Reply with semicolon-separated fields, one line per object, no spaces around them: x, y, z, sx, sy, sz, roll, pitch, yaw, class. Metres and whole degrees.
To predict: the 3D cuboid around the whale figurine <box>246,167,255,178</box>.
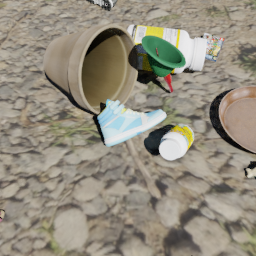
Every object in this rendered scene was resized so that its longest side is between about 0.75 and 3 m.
3.993;1.347;8.468;0.770;0.399;0.613;-12;57;20;whale figurine

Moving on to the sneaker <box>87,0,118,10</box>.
-1.375;-6.589;13.931;2.110;0.701;0.955;35;58;18;sneaker

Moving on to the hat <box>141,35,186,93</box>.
0.936;-1.901;9.365;1.836;1.616;1.521;33;42;0;hat

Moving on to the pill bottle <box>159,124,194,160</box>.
1.448;0.432;8.428;0.811;0.811;1.439;26;25;17;pill bottle

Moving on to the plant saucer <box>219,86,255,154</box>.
4.497;-0.205;9.449;2.939;0.506;2.939;1;55;-1;plant saucer

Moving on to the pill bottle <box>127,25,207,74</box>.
1.395;-2.948;10.693;2.938;1.635;1.635;9;55;6;pill bottle

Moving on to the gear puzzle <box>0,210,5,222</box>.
-4.291;3.354;6.961;1.509;0.382;2.914;4;55;3;gear puzzle

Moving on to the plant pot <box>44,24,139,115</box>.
-1.478;-2.141;9.672;2.517;2.901;2.901;20;55;32;plant pot

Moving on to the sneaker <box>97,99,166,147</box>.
0.046;-0.451;8.894;2.180;0.867;1.423;-25;89;-11;sneaker

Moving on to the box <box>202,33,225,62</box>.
3.498;-3.447;11.913;0.928;0.256;1.359;20;57;14;box
